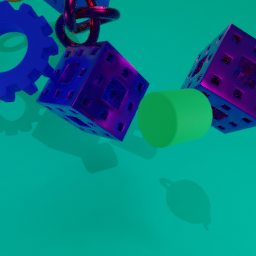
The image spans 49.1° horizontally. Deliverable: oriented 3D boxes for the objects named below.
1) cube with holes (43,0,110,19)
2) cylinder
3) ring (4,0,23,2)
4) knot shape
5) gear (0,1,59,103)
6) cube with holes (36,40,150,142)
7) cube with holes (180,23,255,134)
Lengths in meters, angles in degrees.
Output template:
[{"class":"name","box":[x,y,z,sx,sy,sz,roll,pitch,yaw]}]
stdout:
[{"class":"cube with holes","box":[-1.337,-3.833,7.495,1.296,1.296,1.296,-20,51,-38]},{"class":"cylinder","box":[0.691,-0.166,4.182,0.805,0.805,0.805,-10,54,-38]},{"class":"ring","box":[-3.253,-4.250,7.757,1.433,1.433,0.287,-37,50,-21]},{"class":"knot shape","box":[-0.990,-2.266,6.100,1.492,1.396,0.689,0,53,-52]},{"class":"gear","box":[-2.505,-1.580,5.768,2.058,0.381,2.058,-1,79,5]},{"class":"cube with holes","box":[-0.706,-0.734,5.780,1.387,1.387,1.387,11,70,46]},{"class":"cube with holes","box":[1.758,-0.774,4.940,1.199,1.199,1.199,30,77,-5]}]
